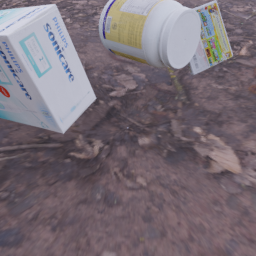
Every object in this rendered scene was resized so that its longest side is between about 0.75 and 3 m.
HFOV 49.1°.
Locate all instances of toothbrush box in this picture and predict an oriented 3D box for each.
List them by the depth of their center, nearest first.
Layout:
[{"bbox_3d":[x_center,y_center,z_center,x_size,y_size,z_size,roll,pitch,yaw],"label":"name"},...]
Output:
[{"bbox_3d":[-2.369,-1.223,5.844,2.861,2.094,1.220,11,48,32],"label":"toothbrush box"}]

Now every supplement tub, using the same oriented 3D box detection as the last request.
[{"bbox_3d":[0.540,-2.513,7.307,2.272,1.652,1.652,28,46,35],"label":"supplement tub"}]

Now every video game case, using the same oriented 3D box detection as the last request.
[{"bbox_3d":[2.168,-2.581,8.024,1.544,1.697,0.194,-27,13,-18],"label":"video game case"}]
